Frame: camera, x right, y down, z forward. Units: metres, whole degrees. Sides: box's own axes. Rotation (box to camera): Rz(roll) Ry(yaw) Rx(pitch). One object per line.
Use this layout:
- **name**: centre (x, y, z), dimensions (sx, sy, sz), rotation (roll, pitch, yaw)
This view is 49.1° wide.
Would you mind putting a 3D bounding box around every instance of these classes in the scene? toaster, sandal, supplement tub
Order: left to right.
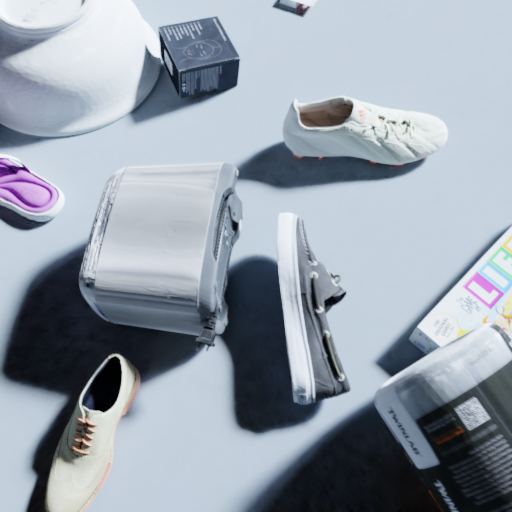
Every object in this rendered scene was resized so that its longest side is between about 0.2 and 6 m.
- **sandal**: centre (-4.372, -1.354, 9.524), dimensions (2.431, 0.597, 0.989), rotation (19, 63, 9)
- **toaster**: centre (-1.308, -0.034, 8.241), dimensions (1.915, 1.685, 2.965), rotation (4, 63, 7)
- **supplement tub**: centre (2.936, 2.489, 6.618), dimensions (1.850, 1.850, 3.019), rotation (-27, 74, -14)

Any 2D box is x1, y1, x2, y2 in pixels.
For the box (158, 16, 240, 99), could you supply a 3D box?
- **box**: centre (-1.095, -3.798, 10.681), dimensions (1.208, 0.762, 1.229), rotation (-18, 65, -14)

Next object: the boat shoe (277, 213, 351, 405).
- **boat shoe**: centre (0.854, 0.663, 8.163), dimensions (0.954, 1.007, 2.881), rotation (-6, 63, 4)

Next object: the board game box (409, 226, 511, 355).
- **board game box**: centre (4.149, 0.833, 8.373), dimensions (3.174, 0.543, 2.134), rotation (-41, 69, -19)

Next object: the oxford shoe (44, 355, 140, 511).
- **oxford shoe**: centre (-2.257, 2.340, 7.411), dimensions (0.790, 0.824, 2.232), rotation (12, 62, 6)

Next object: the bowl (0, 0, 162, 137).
- **bowl**: centre (-3.731, -4.175, 10.462), dimensions (3.700, 1.663, 3.700), rotation (0, 61, 0)

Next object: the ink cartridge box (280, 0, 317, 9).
- **ink cartridge box**: centre (1.037, -5.664, 12.085), dimensions (0.763, 0.191, 0.879), rotation (25, 64, 12)

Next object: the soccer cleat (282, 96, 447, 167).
- **soccer cleat**: centre (1.924, -2.199, 9.682), dimensions (2.927, 1.135, 1.014), rotation (0, 62, -1)
